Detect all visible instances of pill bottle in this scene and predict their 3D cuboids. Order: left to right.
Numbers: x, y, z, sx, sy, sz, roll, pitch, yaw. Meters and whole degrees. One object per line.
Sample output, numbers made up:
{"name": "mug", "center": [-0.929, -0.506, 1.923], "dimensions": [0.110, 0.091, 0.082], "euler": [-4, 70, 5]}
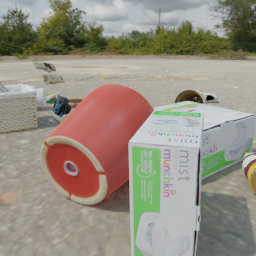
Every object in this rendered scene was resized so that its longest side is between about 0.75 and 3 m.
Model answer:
{"name": "pill bottle", "center": [-5.206, -1.495, 13.880], "dimensions": [2.116, 1.195, 1.195], "euler": [-1, 18, -7]}

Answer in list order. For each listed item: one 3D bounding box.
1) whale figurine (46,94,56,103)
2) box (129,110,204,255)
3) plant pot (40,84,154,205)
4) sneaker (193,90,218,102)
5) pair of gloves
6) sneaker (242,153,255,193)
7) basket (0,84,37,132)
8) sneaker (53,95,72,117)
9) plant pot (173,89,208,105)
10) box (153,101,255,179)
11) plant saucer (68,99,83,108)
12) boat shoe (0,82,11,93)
{"name": "whale figurine", "center": [-4.381, -1.544, 15.523], "dimensions": [0.831, 0.431, 0.661], "euler": [-26, 26, -2]}
{"name": "box", "center": [0.738, 0.939, 4.700], "dimensions": [1.016, 2.101, 1.854], "euler": [4, 19, 16]}
{"name": "plant pot", "center": [-0.671, 0.422, 6.396], "dimensions": [2.365, 2.365, 2.092], "euler": [9, 31, 27]}
{"name": "sneaker", "center": [4.167, -1.765, 15.689], "dimensions": [1.662, 0.616, 0.736], "euler": [5, 16, 18]}
{"name": "pair of gloves", "center": [-2.270, -1.566, 8.008], "dimensions": [0.844, 0.148, 0.718], "euler": [53, 33, 12]}
{"name": "sneaker", "center": [4.201, 0.913, 6.451], "dimensions": [2.901, 1.087, 1.307], "euler": [4, 24, 9]}
{"name": "basket", "center": [-4.749, -0.838, 11.208], "dimensions": [1.932, 1.554, 1.914], "euler": [-11, 21, -30]}
{"name": "sneaker", "center": [-2.872, -0.825, 11.887], "dimensions": [0.668, 0.748, 1.826], "euler": [24, -12, 1]}
{"name": "plant pot", "center": [2.899, -0.989, 12.365], "dimensions": [1.401, 1.401, 1.282], "euler": [11, 9, 32]}
{"name": "box", "center": [1.753, 0.191, 8.177], "dimensions": [2.909, 1.406, 2.567], "euler": [-14, 22, -37]}
{"name": "plant saucer", "center": [-2.803, -1.342, 14.974], "dimensions": [1.407, 0.257, 1.407], "euler": [-1, 17, 0]}
{"name": "boat shoe", "center": [-4.698, -1.075, 10.976], "dimensions": [0.734, 2.040, 0.670], "euler": [-13, 53, 18]}
